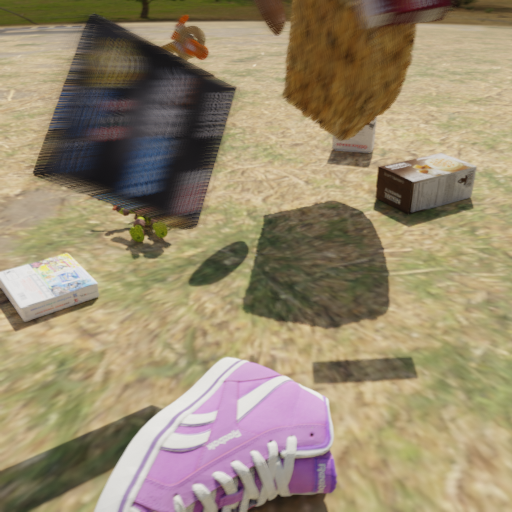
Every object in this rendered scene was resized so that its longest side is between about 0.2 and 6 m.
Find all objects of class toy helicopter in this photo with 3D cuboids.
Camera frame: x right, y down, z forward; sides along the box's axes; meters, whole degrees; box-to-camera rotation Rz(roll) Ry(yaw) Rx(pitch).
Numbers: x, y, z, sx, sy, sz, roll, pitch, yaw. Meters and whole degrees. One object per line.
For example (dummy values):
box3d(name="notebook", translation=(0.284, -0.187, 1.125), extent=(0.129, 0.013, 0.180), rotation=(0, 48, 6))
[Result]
box3d(name="toy helicopter", translation=(-1.446, -3.851, 10.132), extent=(1.119, 0.740, 0.441), rotation=(-9, 3, 23))

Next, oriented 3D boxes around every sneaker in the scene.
box3d(name="sneaker", translation=(-0.154, 1.809, 4.654), extent=(1.494, 0.950, 2.621), rotation=(16, 32, 22))

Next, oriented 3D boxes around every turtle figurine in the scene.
box3d(name="turtle figurine", translation=(-2.014, -0.714, 9.882), extent=(1.544, 0.497, 1.245), rotation=(1, 34, -16))

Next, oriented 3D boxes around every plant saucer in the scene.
box3d(name="plant saucer", translation=(0.206, -4.523, 9.817), extent=(0.222, 1.287, 1.287), rotation=(-20, 21, 22))

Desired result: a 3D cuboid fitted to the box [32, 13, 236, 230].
box3d(name="box", translation=(-1.238, -1.367, 6.026), extent=(1.738, 1.752, 0.435), rotation=(20, -10, -25))

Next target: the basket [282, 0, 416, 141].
box3d(name="basket", translation=(1.962, -3.808, 9.942), extent=(2.079, 2.914, 2.171), rotation=(40, 65, 21))

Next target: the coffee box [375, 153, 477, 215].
box3d(name="coffee box", translation=(3.340, -1.456, 11.067), extent=(1.728, 0.689, 0.988), rotation=(-15, 31, -26))

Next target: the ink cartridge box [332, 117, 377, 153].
box3d(name="ink cartridge box", translation=(2.456, -3.326, 13.893), extent=(1.007, 1.380, 0.582), rotation=(9, 27, 15))

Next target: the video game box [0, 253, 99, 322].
box3d(name="video game box", translation=(-2.973, 0.412, 7.980), extent=(1.064, 0.273, 1.168), rotation=(-21, 35, -31))

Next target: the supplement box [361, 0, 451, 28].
box3d(name="supplement box", translation=(2.002, -3.467, 7.560), extent=(1.083, 0.589, 0.330), rotation=(-9, -12, -6))
